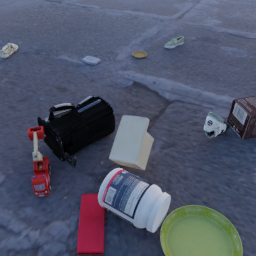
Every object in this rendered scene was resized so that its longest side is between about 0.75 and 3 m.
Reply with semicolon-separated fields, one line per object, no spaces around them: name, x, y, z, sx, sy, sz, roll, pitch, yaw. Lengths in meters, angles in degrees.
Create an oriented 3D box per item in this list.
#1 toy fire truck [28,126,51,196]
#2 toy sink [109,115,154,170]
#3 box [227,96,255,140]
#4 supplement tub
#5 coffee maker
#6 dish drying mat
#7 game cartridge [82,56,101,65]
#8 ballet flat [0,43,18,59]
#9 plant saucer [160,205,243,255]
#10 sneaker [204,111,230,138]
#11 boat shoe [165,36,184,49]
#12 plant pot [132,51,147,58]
toy fire truck;-2.625;0.946;8.277;0.441;1.275;1.807;-8;40;-8
toy sink;0.185;0.454;8.664;0.948;0.814;1.454;7;72;29
box;4.501;-0.408;10.031;1.322;1.086;1.097;-9;41;-11
supplement tub;0.159;1.853;7.296;1.637;1.149;1.149;23;45;25
coffee maker;-1.521;0.081;9.410;2.226;1.500;2.139;-30;71;-29
dish drying mat;-0.948;2.464;7.350;0.665;0.158;1.732;-1;39;-3
game cartridge;-1.895;-3.476;14.428;0.839;0.170;0.560;20;40;22
ballet flat;-6.406;-4.268;15.100;0.591;0.500;1.563;5;40;5
plant saucer;1.752;2.792;6.841;1.941;0.302;1.941;0;40;0
sneaker;2.958;-0.011;9.625;0.645;0.770;1.741;32;6;34
boat shoe;2.624;-4.876;15.876;1.364;0.423;0.491;-28;47;-29
plant pot;0.621;-3.920;14.987;0.803;0.110;0.803;-1;40;1
